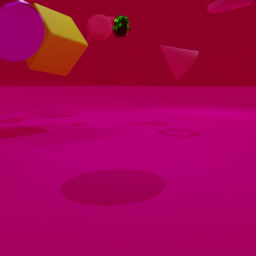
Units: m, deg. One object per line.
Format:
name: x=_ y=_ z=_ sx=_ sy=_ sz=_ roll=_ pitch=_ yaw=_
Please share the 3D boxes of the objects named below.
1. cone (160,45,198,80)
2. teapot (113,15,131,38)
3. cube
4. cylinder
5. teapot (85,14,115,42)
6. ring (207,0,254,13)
cone: x=1.650 y=-2.621 z=10.157 sx=1.252 sy=1.247 sz=1.247 roll=35 pitch=5 yaw=-9
teapot: x=-0.187 y=-3.667 z=10.100 sx=0.620 sy=0.788 sz=1.267 roll=15 pitch=-16 yaw=2
cube: x=-2.361 y=-2.637 z=8.603 sx=1.377 sy=1.377 sz=1.377 roll=1 pitch=-39 yaw=-51
cylinder: x=-2.902 y=-2.459 z=6.559 sx=1.372 sy=1.372 sz=1.372 roll=39 pitch=30 yaw=30
teapot: x=-1.220 y=-4.467 z=12.505 sx=1.799 sy=1.119 sz=0.881 roll=-43 pitch=3 yaw=-5
ring: x=3.094 y=-3.762 z=8.498 sx=1.331 sy=0.266 sz=1.331 roll=-10 pitch=15 yaw=3
